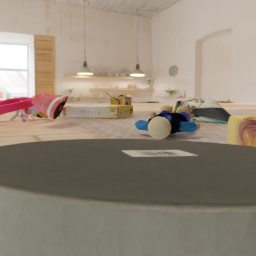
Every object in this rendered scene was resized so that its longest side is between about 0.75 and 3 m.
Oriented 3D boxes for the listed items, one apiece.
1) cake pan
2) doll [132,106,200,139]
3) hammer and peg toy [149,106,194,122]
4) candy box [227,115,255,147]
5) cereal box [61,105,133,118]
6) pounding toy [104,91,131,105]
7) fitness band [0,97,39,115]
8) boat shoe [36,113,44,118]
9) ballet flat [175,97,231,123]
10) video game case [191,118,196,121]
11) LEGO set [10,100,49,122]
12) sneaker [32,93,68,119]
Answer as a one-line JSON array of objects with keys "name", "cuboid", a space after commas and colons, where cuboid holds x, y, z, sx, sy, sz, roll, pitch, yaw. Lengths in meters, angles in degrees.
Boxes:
[{"name": "cake pan", "cuboid": [0.167, 0.402, 1.908, 2.650, 0.486, 2.650, 2, 3, 0]}, {"name": "doll", "cuboid": [0.952, -0.137, 7.100, 1.725, 0.613, 2.529, 1, 11, 16]}, {"name": "hammer and peg toy", "cuboid": [1.614, -0.529, 10.325, 1.504, 0.530, 1.106, 10, 10, 23]}, {"name": "candy box", "cuboid": [2.693, 0.241, 2.962, 2.729, 0.771, 1.592, -3, 8, -15]}, {"name": "cereal box", "cuboid": [-1.439, -0.829, 13.523, 2.917, 0.576, 2.099, 2, 7, 19]}, {"name": "pounding toy", "cuboid": [-0.541, -1.322, 14.971, 1.158, 1.258, 0.895, 5, 8, 36]}, {"name": "fitness band", "cuboid": [-4.366, -0.868, 10.858, 2.080, 0.542, 2.897, -2, 13, 11]}, {"name": "boat shoe", "cuboid": [-3.969, -0.606, 13.141, 0.799, 0.296, 0.265, -1, -7, -25]}, {"name": "ballet flat", "cuboid": [2.917, -0.747, 11.023, 0.977, 0.977, 2.674, -5, 10, -41]}, {"name": "video game case", "cuboid": [2.279, -0.324, 11.240, 0.796, 0.088, 0.725, 3, 7, 24]}, {"name": "LEGO set", "cuboid": [-4.169, -0.545, 11.605, 0.981, 0.794, 2.132, 36, 6, 6]}, {"name": "sneaker", "cuboid": [-2.651, -0.908, 9.478, 0.973, 0.827, 2.243, 26, 2, -10]}]
